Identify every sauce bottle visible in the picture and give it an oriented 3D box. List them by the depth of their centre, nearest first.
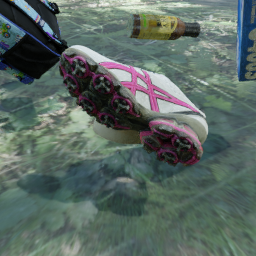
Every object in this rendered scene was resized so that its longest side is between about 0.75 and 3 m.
[{"bbox_3d":[1.154,-3.175,8.877,2.345,0.759,0.759,-4,32,-17],"label":"sauce bottle"}]

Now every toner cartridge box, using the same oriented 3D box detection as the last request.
[{"bbox_3d":[2.503,-1.700,4.501,1.373,2.891,0.624,-5,71,19],"label":"toner cartridge box"}]

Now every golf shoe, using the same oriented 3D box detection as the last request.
[{"bbox_3d":[0.131,-0.452,4.235,2.451,0.890,1.129,35,49,-11],"label":"golf shoe"}]

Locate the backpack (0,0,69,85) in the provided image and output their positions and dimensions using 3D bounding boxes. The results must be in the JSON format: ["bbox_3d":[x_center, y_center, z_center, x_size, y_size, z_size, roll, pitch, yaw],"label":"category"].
[{"bbox_3d":[-2.716,-2.383,6.184,1.584,2.354,2.149,-35,52,22],"label":"backpack"}]

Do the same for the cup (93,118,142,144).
[{"bbox_3d":[-0.062,-0.252,4.970,1.019,0.729,1.019,12,20,-4],"label":"cup"}]
